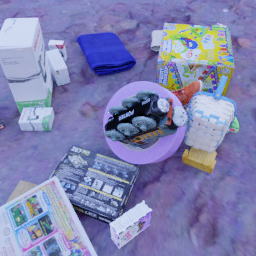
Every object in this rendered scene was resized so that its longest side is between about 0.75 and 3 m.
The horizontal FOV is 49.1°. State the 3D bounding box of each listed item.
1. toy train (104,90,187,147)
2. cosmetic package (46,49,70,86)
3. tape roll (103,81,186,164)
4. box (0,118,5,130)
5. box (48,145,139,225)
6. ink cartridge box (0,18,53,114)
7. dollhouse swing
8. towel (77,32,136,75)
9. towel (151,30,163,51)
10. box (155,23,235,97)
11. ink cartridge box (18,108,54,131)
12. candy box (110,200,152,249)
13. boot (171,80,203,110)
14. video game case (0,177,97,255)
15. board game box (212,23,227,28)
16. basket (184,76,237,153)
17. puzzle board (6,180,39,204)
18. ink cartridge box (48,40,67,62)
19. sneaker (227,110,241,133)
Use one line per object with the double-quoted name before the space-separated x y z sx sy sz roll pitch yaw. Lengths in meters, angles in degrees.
"toy train" 0.384 -0.156 7.226 1.372 2.408 1.026 21 65 -30
"cosmetic package" -2.928 -2.543 11.654 0.576 0.791 1.556 -20 51 -17
"tape roll" 0.468 -0.135 8.302 2.379 2.379 0.780 33 11 26
"box" -5.451 -0.031 9.623 1.940 0.366 1.325 -34 56 -27
"box" -1.024 1.551 8.043 2.260 0.555 1.822 16 51 14
"ink cartridge box" -3.542 -2.182 9.971 1.157 2.752 2.008 -5 48 -4
"dollhouse swing" 2.268 0.806 8.606 0.947 0.861 0.833 22 72 20
"towel" -1.027 -3.355 12.561 2.001 0.671 2.710 -11 48 -19
"towel" 2.271 -4.181 13.443 2.316 0.399 1.535 3 46 4
"box" 2.565 -2.673 11.135 2.677 1.696 2.780 8 49 7
"ink cartridge box" -3.198 -0.314 9.830 1.045 0.439 0.763 0 47 0
"candy box" 0.078 2.423 7.015 1.045 0.876 0.374 -29 54 -24
"boot" 1.838 -1.104 9.494 0.846 1.578 0.592 13 55 -25
"video game case" -2.246 2.768 6.711 2.328 0.303 2.558 -29 59 -14
"board game box" 4.220 -4.553 13.624 0.593 0.604 1.151 36 57 28
"basket" 2.598 -0.446 8.847 1.463 1.855 2.103 23 45 17
"puzzle board" -2.912 2.097 7.850 0.926 0.107 1.228 12 49 10
"ink cartridge box" -3.098 -3.401 12.377 0.648 0.878 0.376 2 48 2
"sneaker" 3.512 -0.389 9.636 0.670 0.614 1.599 9 30 -12
